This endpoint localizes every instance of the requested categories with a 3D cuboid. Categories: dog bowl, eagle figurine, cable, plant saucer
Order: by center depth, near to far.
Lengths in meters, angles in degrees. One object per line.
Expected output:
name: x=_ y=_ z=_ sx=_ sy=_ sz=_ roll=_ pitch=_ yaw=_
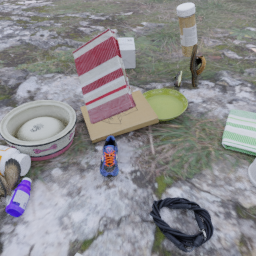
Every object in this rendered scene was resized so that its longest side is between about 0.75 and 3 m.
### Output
cable: x=1.490 y=2.528 z=7.931 sx=1.486 sy=0.463 sz=1.821 roll=-29 pitch=46 yaw=-32
eagle figurine: x=-3.668 y=1.634 z=8.305 sx=0.931 sy=1.234 sz=0.936 roll=13 pitch=32 yaw=-44
dog bowl: x=-3.264 y=0.094 z=10.557 sx=2.775 sy=1.023 sz=2.775 roll=0 pitch=39 yaw=0
plant saucer: x=1.472 y=-0.978 z=12.313 sx=2.267 sy=0.352 sz=2.267 roll=-5 pitch=41 yaw=4

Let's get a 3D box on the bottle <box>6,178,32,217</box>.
bottle: x=-3.250 y=2.060 z=8.485 sx=0.401 sy=0.513 sz=1.228 roll=-34 pitch=30 yaw=25

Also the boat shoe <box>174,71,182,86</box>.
boat shoe: x=2.550 y=-2.582 z=14.402 sx=0.405 sy=0.440 sz=1.232 roll=10 pitch=44 yaw=5

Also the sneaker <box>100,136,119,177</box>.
sneaker: x=-0.665 y=0.963 z=9.701 sx=0.683 sy=0.711 sz=1.813 roll=-4 pitch=38 yaw=-3

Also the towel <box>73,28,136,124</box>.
towel: x=-0.833 y=-1.602 z=9.019 sx=1.867 sy=2.593 sz=0.295 roll=-19 pitch=-6 yaw=35

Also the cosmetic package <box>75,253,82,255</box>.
cosmetic package: x=-0.980 y=3.538 z=6.417 sx=0.906 sy=0.747 sz=0.747 roll=19 pitch=42 yaw=20

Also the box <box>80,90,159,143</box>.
box: x=-0.417 y=-0.559 z=11.672 sx=2.787 sy=0.296 sz=2.278 roll=-17 pitch=41 yaw=-9

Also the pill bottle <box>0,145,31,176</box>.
pill bottle: x=-4.203 y=1.084 z=9.354 sx=1.717 sy=0.954 sz=0.954 roll=10 pitch=39 yaw=12

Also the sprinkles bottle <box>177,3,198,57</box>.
sprinkles bottle: x=2.447 y=-3.944 z=11.397 sx=0.699 sy=2.048 sz=0.699 roll=-10 pitch=41 yaw=9

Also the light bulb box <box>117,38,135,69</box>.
light bulb box: x=-0.507 y=-4.283 z=15.970 sx=1.811 sy=1.140 sz=1.827 roll=-1 pitch=38 yaw=-1

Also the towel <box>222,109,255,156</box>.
towel: x=4.855 y=0.130 z=11.016 sx=2.006 sy=0.308 sz=2.630 roll=13 pitch=40 yaw=21

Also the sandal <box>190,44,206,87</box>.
sandal: x=2.650 y=-2.295 z=10.527 sx=0.568 sy=2.082 sz=0.851 roll=3 pitch=57 yaw=18

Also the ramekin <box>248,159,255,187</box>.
ramekin: x=4.795 y=1.414 z=9.108 sx=1.578 sy=0.735 sz=1.578 roll=0 pitch=39 yaw=0
